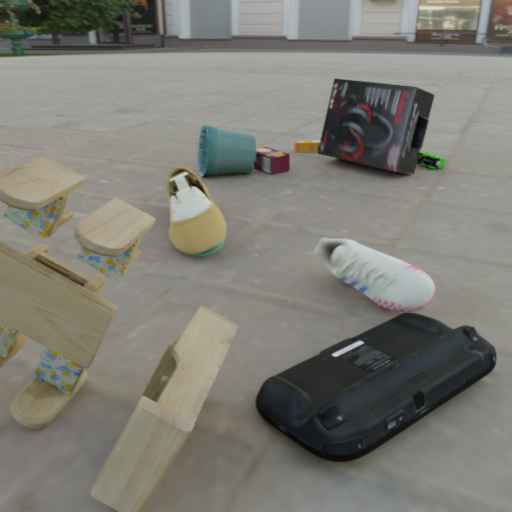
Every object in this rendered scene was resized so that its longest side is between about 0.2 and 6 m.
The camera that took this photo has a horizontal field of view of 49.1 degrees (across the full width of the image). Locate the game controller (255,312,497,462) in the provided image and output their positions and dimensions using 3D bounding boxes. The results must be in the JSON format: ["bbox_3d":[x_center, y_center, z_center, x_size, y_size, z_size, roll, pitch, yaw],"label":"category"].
[{"bbox_3d":[1.226,1.179,5.553,2.494,0.525,1.301,-17,15,-34],"label":"game controller"}]

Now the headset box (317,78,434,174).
[{"bbox_3d":[2.782,-2.952,12.751,2.451,1.821,0.919,23,16,40],"label":"headset box"}]

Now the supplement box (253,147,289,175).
[{"bbox_3d":[0.275,-2.222,13.021,0.533,0.414,0.966,-18,30,-33],"label":"supplement box"}]

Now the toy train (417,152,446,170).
[{"bbox_3d":[3.926,-2.422,13.614,0.461,0.341,1.633,-2,22,-28],"label":"toy train"}]

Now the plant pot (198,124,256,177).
[{"bbox_3d":[-0.647,-2.317,12.524,1.137,1.161,1.161,1,23,-16],"label":"plant pot"}]

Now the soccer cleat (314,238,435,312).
[{"bbox_3d":[1.415,0.212,7.150,0.780,0.631,1.806,25,1,-34],"label":"soccer cleat"}]

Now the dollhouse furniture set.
[{"bbox_3d":[-1.515,0.725,4.632,2.314,2.028,1.537,29,25,-1],"label":"dollhouse furniture set"}]

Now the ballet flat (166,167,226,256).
[{"bbox_3d":[-1.154,-0.833,9.316,0.934,0.858,2.722,-25,26,-4],"label":"ballet flat"}]

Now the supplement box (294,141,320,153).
[{"bbox_3d":[1.413,-2.853,14.612,0.826,0.275,0.284,-1,22,-3],"label":"supplement box"}]
